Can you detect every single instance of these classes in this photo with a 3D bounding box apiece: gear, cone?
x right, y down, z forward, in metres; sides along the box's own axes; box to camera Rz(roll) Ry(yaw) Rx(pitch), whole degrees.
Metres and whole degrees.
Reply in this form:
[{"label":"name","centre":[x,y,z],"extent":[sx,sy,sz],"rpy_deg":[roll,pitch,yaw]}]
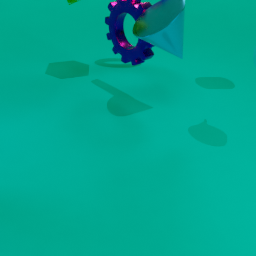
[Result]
[{"label":"gear","centre":[0.070,-2.559,7.342],"extent":[0.325,1.759,1.759],"rpy_deg":[-27,42,-34]},{"label":"cone","centre":[0.952,-2.001,6.274],"extent":[1.248,1.252,1.248],"rpy_deg":[-24,42,24]}]

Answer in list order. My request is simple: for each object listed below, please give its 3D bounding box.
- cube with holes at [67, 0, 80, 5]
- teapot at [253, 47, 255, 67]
[{"label":"cube with holes","centre":[-1.324,-4.245,7.754],"extent":[1.141,1.141,1.141],"rpy_deg":[-21,28,4]},{"label":"teapot","centre":[2.777,-1.286,5.056],"extent":[0.750,0.953,1.533],"rpy_deg":[-40,15,-3]}]
